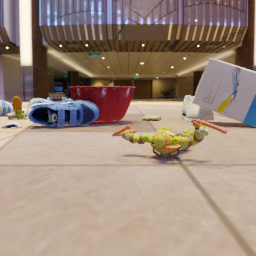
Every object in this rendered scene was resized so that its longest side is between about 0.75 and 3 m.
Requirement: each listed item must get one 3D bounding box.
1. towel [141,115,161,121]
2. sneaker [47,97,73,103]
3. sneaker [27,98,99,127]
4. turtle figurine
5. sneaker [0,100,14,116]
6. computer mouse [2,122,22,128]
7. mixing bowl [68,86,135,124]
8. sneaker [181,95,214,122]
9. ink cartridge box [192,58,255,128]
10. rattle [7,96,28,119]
[{"bbox_3d":[1.156,-0.482,13.442,0.835,0.205,1.125,3,7,17],"label":"towel"},{"bbox_3d":[-2.803,-0.964,13.752,2.676,1.101,0.989,0,5,-9],"label":"sneaker"},{"bbox_3d":[-2.446,-0.493,10.501,2.726,1.008,1.121,1,20,-6],"label":"sneaker"},{"bbox_3d":[0.884,0.231,5.531,2.100,0.676,1.693,-5,-3,21],"label":"turtle figurine"},{"bbox_3d":[-7.441,-1.192,16.583,1.059,0.952,2.574,-4,16,-37],"label":"sneaker"},{"bbox_3d":[-4.428,-0.115,10.287,1.020,0.224,0.559,-1,6,-7],"label":"computer mouse"},{"bbox_3d":[-1.129,-1.025,12.253,2.887,1.563,2.887,0,6,0],"label":"mixing bowl"},{"bbox_3d":[3.159,-0.920,13.143,1.111,1.170,2.908,1,8,-9],"label":"sneaker"},{"bbox_3d":[4.263,-1.458,11.186,2.635,1.906,1.940,24,18,20],"label":"ink cartridge box"},{"bbox_3d":[-5.634,-1.016,14.297,1.065,1.168,1.636,-20,14,0],"label":"rattle"}]
